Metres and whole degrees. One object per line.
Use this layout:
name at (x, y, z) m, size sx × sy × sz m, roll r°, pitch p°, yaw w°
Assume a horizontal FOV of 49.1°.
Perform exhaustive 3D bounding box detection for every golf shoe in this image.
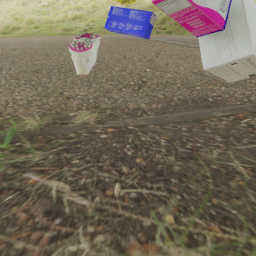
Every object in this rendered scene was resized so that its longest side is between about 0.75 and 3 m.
golf shoe at (-1.632, -2.932, 10.803) m, size 1.013 × 1.231 × 2.691 m, roll 3°, pitch 32°, yaw 6°

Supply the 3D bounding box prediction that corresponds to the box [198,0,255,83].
box at (3.324, -2.837, 8.792) m, size 1.475 × 2.257 × 2.245 m, roll -14°, pitch -12°, yaw 38°

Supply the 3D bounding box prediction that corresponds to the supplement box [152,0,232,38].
supplement box at (1.657, -3.253, 7.165) m, size 1.854 × 0.938 × 0.958 m, roll 22°, pitch -10°, yaw -35°

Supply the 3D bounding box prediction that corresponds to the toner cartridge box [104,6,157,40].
toner cartridge box at (0.049, -3.223, 8.538) m, size 1.543 × 0.733 × 0.333 m, roll 23°, pitch 8°, yaw 29°
